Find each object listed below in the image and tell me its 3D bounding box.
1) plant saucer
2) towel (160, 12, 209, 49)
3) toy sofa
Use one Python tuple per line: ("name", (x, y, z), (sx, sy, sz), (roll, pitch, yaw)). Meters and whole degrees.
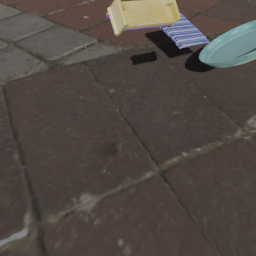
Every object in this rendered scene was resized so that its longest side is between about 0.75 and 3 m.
("plant saucer", (3.413, -2.492, 8.271), (2.612, 0.358, 2.612), (-26, 25, 13))
("towel", (1.642, -3.473, 9.575), (1.500, 0.247, 2.072), (-21, 63, -35))
("toy sofa", (0.245, -1.847, 4.653), (1.141, 0.557, 0.473), (-17, 88, -26))
